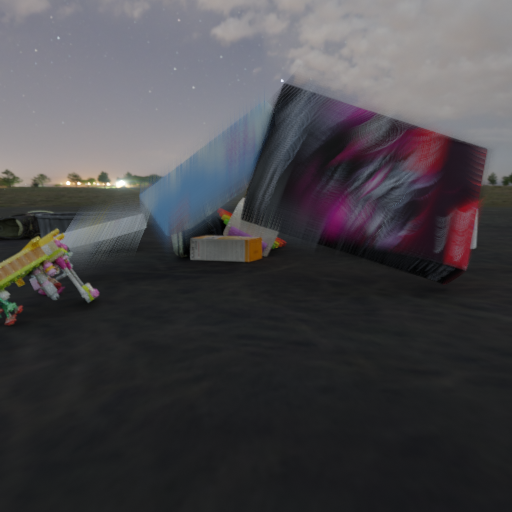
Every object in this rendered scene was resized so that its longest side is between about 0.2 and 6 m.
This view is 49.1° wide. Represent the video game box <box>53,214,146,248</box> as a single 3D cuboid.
[{"bbox_3d":[-2.357,-0.340,8.296,1.094,0.256,0.997,-10,6,29],"label":"video game box"}]

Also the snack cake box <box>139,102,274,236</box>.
[{"bbox_3d":[-0.554,-1.463,9.618,2.600,0.874,1.495,-35,1,12],"label":"snack cake box"}]

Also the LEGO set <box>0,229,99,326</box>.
[{"bbox_3d":[-2.405,0.387,6.126,1.085,0.878,2.358,-34,7,10],"label":"LEGO set"}]

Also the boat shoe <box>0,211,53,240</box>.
[{"bbox_3d":[-6.465,-0.777,15.366,2.146,0.767,0.705,-7,16,-22],"label":"boat shoe"}]

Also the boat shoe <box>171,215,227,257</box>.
[{"bbox_3d":[-1.167,-0.500,11.819,0.827,0.991,2.656,-4,0,11],"label":"boat shoe"}]

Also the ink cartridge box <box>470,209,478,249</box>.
[{"bbox_3d":[4.342,-0.674,13.272,1.629,0.938,0.552,4,7,28],"label":"ink cartridge box"}]

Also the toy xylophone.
[{"bbox_3d":[-0.273,-0.838,12.649,2.099,0.720,2.867,28,9,5],"label":"toy xylophone"}]

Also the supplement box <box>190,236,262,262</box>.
[{"bbox_3d":[-0.579,-0.150,10.897,1.221,0.449,0.770,2,6,20],"label":"supplement box"}]

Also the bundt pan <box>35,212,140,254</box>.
[{"bbox_3d":[-3.724,-0.534,12.550,2.256,0.847,2.256,0,8,0],"label":"bundt pan"}]

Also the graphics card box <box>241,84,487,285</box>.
[{"bbox_3d":[1.489,-0.980,7.667,3.035,1.904,0.772,18,-18,0],"label":"graphics card box"}]
